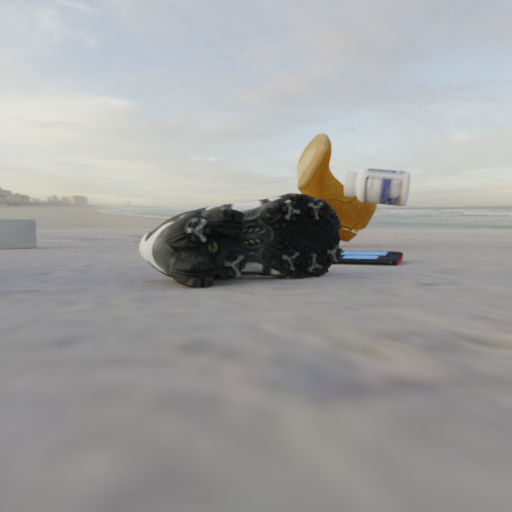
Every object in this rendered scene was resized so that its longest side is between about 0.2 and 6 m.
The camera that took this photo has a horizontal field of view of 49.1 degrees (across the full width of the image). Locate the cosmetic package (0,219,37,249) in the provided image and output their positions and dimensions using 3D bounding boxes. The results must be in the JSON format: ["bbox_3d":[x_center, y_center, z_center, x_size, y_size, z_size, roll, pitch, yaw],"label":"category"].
[{"bbox_3d":[-5.165,-0.454,11.508,1.202,0.642,0.542,0,3,-30],"label":"cosmetic package"}]

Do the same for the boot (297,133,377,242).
[{"bbox_3d":[1.705,-1.349,11.795,1.896,0.932,2.648,11,-39,-11],"label":"boot"}]

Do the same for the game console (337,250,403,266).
[{"bbox_3d":[1.413,0.025,7.448,1.009,0.157,0.893,1,3,19],"label":"game console"}]

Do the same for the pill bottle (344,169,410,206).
[{"bbox_3d":[2.236,-1.286,10.374,1.144,0.635,0.635,8,6,18],"label":"pill bottle"}]

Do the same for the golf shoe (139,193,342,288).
[{"bbox_3d":[-0.094,-0.184,5.364,2.149,0.836,1.015,-1,3,-39],"label":"golf shoe"}]
